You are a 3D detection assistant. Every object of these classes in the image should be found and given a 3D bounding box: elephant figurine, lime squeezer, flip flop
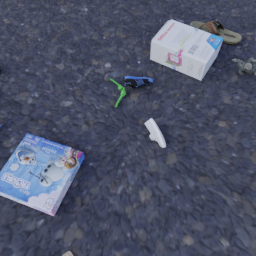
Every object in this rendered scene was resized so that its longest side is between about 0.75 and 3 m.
[{"bbox_3d":[5.320,-2.786,12.784,1.001,0.708,0.777,-16,42,-19],"label":"elephant figurine"},{"bbox_3d":[-0.389,-1.611,12.250,0.579,0.309,1.640,-26,55,20],"label":"lime squeezer"},{"bbox_3d":[4.464,-4.985,14.202,2.677,0.771,1.086,22,58,15],"label":"flip flop"}]

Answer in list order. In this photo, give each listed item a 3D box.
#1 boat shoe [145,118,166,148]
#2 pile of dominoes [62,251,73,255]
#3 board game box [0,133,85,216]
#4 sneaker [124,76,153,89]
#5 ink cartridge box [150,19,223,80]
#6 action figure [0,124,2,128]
[{"bbox_3d":[1.033,0.247,10.839,0.454,0.477,1.325,-31,69,13],"label":"boat shoe"},{"bbox_3d":[-1.651,5.045,7.520,2.181,0.445,2.798,27,59,17],"label":"pile of dominoes"},{"bbox_3d":[-3.114,1.542,9.873,2.374,0.515,2.363,16,58,12],"label":"board game box"},{"bbox_3d":[0.472,-1.979,12.391,1.301,0.456,0.507,2,87,-11],"label":"sneaker"},{"bbox_3d":[2.671,-3.704,13.081,2.749,1.164,1.987,28,60,16],"label":"ink cartridge box"},{"bbox_3d":[-6.381,0.204,10.637,2.715,1.420,2.627,-14,60,-41],"label":"action figure"}]
